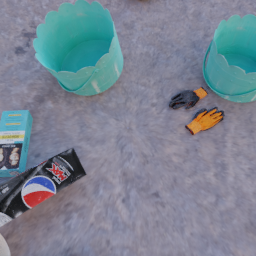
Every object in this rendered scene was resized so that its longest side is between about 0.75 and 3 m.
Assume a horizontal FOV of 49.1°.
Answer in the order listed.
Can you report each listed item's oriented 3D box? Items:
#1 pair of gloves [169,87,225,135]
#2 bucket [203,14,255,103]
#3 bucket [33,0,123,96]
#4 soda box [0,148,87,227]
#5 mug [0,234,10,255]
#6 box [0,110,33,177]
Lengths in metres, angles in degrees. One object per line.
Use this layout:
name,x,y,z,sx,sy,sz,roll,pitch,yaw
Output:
pair of gloves,2.278,-0.641,9.284,1.487,0.206,1.669,-25,60,-15
bucket,3.869,-2.234,9.335,2.654,1.727,2.654,0,60,0
bucket,-1.497,-2.503,9.196,2.788,1.814,2.788,-4,67,11
soda box,-2.417,1.467,6.937,2.659,0.941,0.842,-29,94,-34
mug,-3.428,3.071,6.422,0.986,0.962,1.201,-29,18,-8
box,-3.464,0.435,8.412,0.841,0.503,2.045,-3,58,-2
